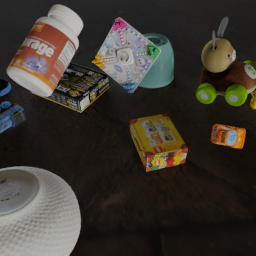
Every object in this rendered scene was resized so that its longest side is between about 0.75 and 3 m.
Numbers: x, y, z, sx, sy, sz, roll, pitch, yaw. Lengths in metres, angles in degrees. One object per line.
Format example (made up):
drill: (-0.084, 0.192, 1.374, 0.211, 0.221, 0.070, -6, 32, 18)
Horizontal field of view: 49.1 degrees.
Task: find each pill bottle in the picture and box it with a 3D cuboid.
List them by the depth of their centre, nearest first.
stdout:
pill bottle: (-2.676, -2.629, 9.431, 1.584, 1.584, 2.824, 20, 76, 21)

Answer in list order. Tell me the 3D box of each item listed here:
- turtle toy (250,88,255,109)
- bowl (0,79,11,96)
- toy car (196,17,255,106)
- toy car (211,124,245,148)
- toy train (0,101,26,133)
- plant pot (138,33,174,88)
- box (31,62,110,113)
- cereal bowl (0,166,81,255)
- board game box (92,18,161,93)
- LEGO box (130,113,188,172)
turtle toy: (5.377, -1.606, 9.966, 1.884, 1.307, 2.585, 7, 43, 8)
bowl: (-5.037, -1.552, 10.734, 1.024, 0.201, 1.024, 0, 42, 0)
toy car: (3.377, -2.401, 9.702, 2.002, 2.538, 2.084, 8, 43, 35)
toy car: (2.715, -0.330, 7.140, 0.645, 1.938, 0.950, 0, 27, -43)
toy train: (-4.092, -0.290, 9.071, 0.840, 0.637, 1.471, 32, 51, 22)
plant pot: (0.914, -2.764, 11.056, 1.936, 1.554, 1.936, 0, 43, 0)
box: (-2.191, -1.671, 10.587, 2.400, 0.592, 1.916, 21, 49, 22)
cereal bowl: (-2.518, 1.785, 5.942, 2.965, 1.235, 2.965, 2, 32, -1)
board game box: (-0.128, -2.504, 9.846, 1.913, 1.914, 0.248, 40, 30, 7)
LEGO box: (0.860, 0.375, 8.316, 1.210, 0.627, 1.625, -11, 44, -11)
